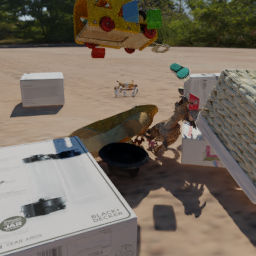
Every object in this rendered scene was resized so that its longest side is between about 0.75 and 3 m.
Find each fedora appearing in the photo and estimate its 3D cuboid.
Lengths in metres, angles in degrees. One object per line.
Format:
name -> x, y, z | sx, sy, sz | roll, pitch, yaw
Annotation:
fedora -> -0.094, 0.726, 5.902 | 1.128, 0.515, 1.128 | 2, 23, -1

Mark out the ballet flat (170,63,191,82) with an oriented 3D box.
ballet flat -> 1.599, -1.595, 8.274 | 0.432, 0.432, 1.243 | -4, 27, -11

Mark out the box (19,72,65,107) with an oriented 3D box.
box -> -3.515, -1.646, 11.659 | 1.671, 1.092, 1.662 | -5, 20, -13

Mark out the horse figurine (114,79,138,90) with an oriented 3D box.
horse figurine -> -0.094, -2.218, 14.354 | 1.309, 0.327, 0.868 | 2, 31, -10

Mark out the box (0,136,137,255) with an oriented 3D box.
box -> -1.195, 1.100, 4.328 | 1.692, 0.872, 2.900 | -9, 22, -23

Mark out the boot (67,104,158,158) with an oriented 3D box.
boot -> -0.347, 0.044, 6.955 | 2.207, 0.777, 1.580 | -19, 9, 22

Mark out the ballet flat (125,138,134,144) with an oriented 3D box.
ballet flat -> -0.015, 0.255, 7.511 | 0.279, 0.258, 0.826 | -37, 24, 0

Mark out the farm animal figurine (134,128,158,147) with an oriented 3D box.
farm animal figurine -> 0.409, 0.145, 7.393 | 0.802, 0.418, 0.793 | -10, 37, -41

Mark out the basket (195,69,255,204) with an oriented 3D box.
basket -> 2.667, 0.006, 5.379 | 1.645, 1.497, 2.427 | -2, 37, -18

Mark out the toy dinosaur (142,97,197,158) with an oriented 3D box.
toy dinosaur -> 1.015, 0.055, 6.495 | 1.121, 0.710, 1.654 | -34, -12, -14

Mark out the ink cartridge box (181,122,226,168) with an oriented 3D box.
ink cartridge box -> 2.064, 0.382, 6.624 | 1.597, 0.676, 1.154 | 6, 20, 11

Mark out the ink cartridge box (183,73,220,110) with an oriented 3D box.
ink cartridge box -> 3.077, -1.440, 10.843 | 1.732, 1.258, 0.722 | -4, 20, -10

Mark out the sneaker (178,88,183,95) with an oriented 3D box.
sneaker -> 2.712, -1.663, 12.756 | 0.890, 0.348, 0.402 | 23, 45, 26

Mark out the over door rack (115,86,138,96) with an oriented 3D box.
over door rack -> -0.067, -1.798, 13.133 | 0.906, 0.408, 1.226 | 5, 20, 10

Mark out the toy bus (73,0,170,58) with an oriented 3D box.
toy bus -> -0.235, -3.103, 8.113 | 2.547, 1.395, 2.699 | -7, -7, 15
